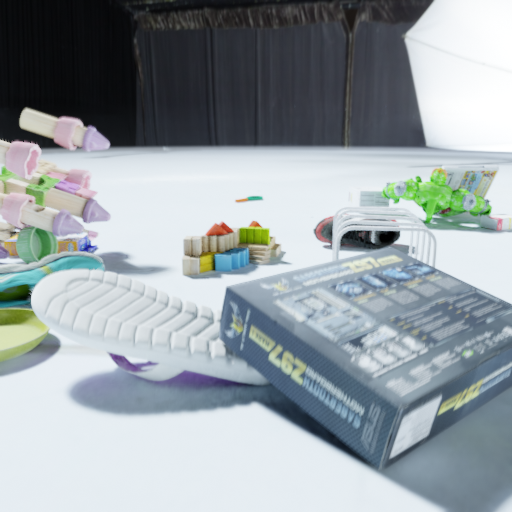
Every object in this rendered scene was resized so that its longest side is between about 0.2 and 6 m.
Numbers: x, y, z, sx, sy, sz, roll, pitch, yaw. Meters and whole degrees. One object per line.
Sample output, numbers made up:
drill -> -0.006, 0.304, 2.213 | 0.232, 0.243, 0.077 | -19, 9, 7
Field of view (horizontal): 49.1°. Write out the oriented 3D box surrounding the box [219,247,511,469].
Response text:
box -> 1.301, 0.753, 5.593 | 2.675, 0.682, 2.109 | -11, 31, -40

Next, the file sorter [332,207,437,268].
file sorter -> 1.783, 0.014, 8.209 | 1.384, 1.242, 1.995 | 2, 14, 6

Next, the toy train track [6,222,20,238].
toy train track -> -6.207, -0.549, 12.132 | 2.701, 0.439, 1.549 | -6, 15, -20

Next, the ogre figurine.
ogre figurine -> 4.572, -1.475, 14.250 | 2.712, 1.330, 1.626 | 34, 10, 15

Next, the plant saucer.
plant saucer -> -3.132, 0.954, 6.511 | 1.465, 0.228, 1.465 | 0, 15, 0

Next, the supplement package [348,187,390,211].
supplement package -> 3.195, -1.606, 15.942 | 0.879, 0.625, 1.128 | -1, 13, -6

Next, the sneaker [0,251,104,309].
sneaker -> -3.025, 0.430, 8.058 | 1.727, 0.669, 0.688 | -15, 31, -21

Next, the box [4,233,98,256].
box -> -4.028, -0.253, 11.170 | 1.608, 0.334, 0.957 | -2, 14, -1

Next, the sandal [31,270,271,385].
sandal -> -1.072, 0.905, 5.899 | 2.850, 0.700, 1.160 | 16, 27, 8

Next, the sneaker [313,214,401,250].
sneaker -> 2.109, -0.494, 11.427 | 1.833, 0.648, 0.896 | 1, 12, -3

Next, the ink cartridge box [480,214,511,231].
ink cartridge box -> 5.852, -0.816, 13.463 | 0.715, 0.298, 0.519 | -6, 15, -24

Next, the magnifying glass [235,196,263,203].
magnifying glass -> -0.235, -1.794, 17.812 | 0.472, 0.133, 1.185 | 12, 16, 38

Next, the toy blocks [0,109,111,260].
toy blocks -> -3.859, -1.011, 10.714 | 2.370, 2.815, 2.631 | 18, 26, -4

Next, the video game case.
video game case -> 5.429, -1.738, 14.861 | 1.489, 1.636, 0.187 | -1, 49, -6

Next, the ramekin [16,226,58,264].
ramekin -> -3.968, -0.194, 10.116 | 0.370, 0.757, 0.757 | -4, 12, 17

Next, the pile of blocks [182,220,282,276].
pile of blocks -> -0.365, -0.255, 10.224 | 1.027, 0.777, 2.501 | 10, 18, 36
